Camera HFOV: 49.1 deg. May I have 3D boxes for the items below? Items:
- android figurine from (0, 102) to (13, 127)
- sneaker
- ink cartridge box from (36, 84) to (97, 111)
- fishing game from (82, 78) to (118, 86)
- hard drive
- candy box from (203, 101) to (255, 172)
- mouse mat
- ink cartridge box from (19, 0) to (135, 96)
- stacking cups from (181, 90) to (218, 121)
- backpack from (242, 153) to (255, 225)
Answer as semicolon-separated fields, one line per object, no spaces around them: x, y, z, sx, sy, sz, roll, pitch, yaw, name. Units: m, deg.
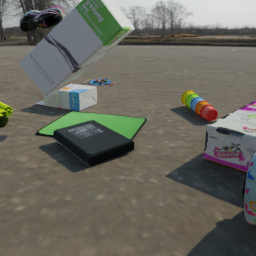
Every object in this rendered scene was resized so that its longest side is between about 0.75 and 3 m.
-4.573;-0.378;8.396;2.171;0.446;1.976;19;27;39;android figurine
-2.646;-3.258;8.499;1.435;0.577;0.620;-19;45;9;sneaker
-2.286;-1.197;10.292;2.005;0.680;1.154;9;22;24;ink cartridge box
-1.398;-2.436;14.415;1.658;0.258;1.187;9;24;23;fishing game
-0.841;0.283;6.604;1.203;0.284;1.724;-17;27;-34;hard drive
3.173;0.166;6.256;1.841;0.824;2.700;18;26;40;candy box
-0.940;-0.071;8.048;2.663;0.100;2.143;5;21;16;mouse mat
-1.016;-1.758;5.941;2.108;0.886;1.534;-36;10;19;ink cartridge box
2.349;-0.773;9.231;0.583;0.583;1.926;-3;20;-10;stacking cups
2.259;0.778;3.890;1.471;1.306;1.108;-18;22;-35;backpack
